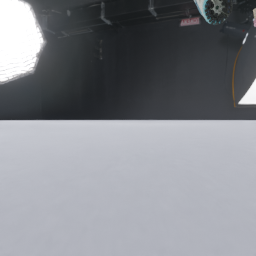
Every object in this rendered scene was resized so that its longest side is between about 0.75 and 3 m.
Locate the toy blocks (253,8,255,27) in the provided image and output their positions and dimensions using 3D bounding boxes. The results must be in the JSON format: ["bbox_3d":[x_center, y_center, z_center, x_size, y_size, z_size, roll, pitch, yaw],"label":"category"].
[{"bbox_3d":[3.795,-2.536,7.018,1.001,0.901,1.071,-13,-15,34],"label":"toy blocks"}]

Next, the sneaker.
[{"bbox_3d":[1.577,-3.329,6.167,0.826,2.127,0.918,-28,40,3],"label":"sneaker"}]
